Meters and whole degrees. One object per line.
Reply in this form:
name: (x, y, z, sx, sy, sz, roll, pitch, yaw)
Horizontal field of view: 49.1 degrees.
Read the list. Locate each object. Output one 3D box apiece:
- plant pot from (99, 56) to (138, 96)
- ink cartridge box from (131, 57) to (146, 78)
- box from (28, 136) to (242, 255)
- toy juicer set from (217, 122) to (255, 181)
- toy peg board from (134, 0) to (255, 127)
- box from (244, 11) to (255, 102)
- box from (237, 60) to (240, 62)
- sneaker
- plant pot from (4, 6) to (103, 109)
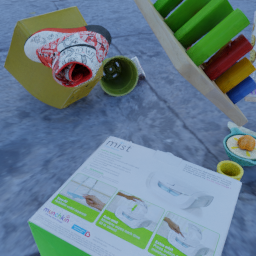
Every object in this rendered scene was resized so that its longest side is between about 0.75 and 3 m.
plant pot: (-0.523, -2.104, 10.624, 1.476, 1.476, 1.402, -11, 26, -14)
ink cartridge box: (0.335, -2.340, 11.182, 0.427, 0.895, 1.019, -27, 13, 11)
box: (0.248, 1.714, 5.207, 2.936, 1.420, 2.591, 17, 40, 22)
toy juicer set: (3.387, 0.605, 7.280, 1.803, 0.771, 2.834, 14, 38, 18)
toy peg board: (1.864, -1.902, 6.295, 2.850, 1.400, 2.862, 27, 33, -43)
box: (3.233, -1.770, 6.924, 0.464, 2.239, 0.433, 7, -7, 23)
box: (4.547, -2.279, 11.517, 1.273, 0.388, 1.579, -13, 38, -20)
sneaker: (-1.644, -1.599, 6.452, 2.467, 0.824, 1.322, 0, 56, 25)
plant pot: (-2.251, -2.135, 9.454, 2.446, 2.391, 2.375, 52, 51, 1)
